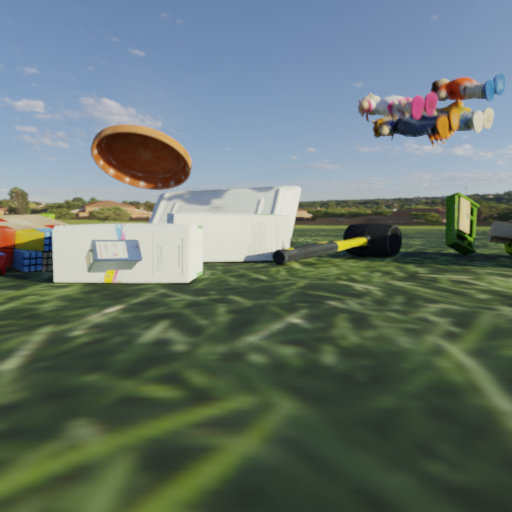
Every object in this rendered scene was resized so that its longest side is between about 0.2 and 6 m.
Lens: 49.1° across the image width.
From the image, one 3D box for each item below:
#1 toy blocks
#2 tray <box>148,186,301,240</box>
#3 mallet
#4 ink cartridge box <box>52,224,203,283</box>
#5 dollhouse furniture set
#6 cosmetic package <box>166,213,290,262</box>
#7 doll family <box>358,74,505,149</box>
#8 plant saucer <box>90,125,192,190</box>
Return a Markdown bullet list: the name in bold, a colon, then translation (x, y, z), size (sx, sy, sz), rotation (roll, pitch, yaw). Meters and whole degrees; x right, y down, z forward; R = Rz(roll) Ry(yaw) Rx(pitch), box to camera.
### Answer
- **toy blocks**: translation (-2.986, -0.163, 7.014), size (1.273, 0.930, 1.862), rotation (16, 13, 32)
- **tray**: translation (-0.799, -0.848, 11.459), size (3.251, 1.745, 0.360), rotation (-1, -40, 18)
- **mallet**: translation (1.161, -0.156, 8.883), size (2.841, 0.585, 0.936), rotation (-8, 8, -41)
- **ink cartridge box**: translation (-1.293, -0.045, 5.866), size (1.371, 0.600, 0.996), rotation (1, 3, 1)
- **dollhouse furniture set**: translation (4.347, -0.740, 9.070), size (1.272, 0.983, 2.546), rotation (22, -23, -29)
- **cosmetic package**: translation (-0.450, -0.280, 8.495), size (1.743, 0.739, 0.938), rotation (1, 5, -17)
- **doll family**: translation (2.691, -2.183, 8.996), size (2.434, 1.097, 1.511), rotation (-18, 21, -25)
- **plant saucer**: translation (-2.211, -1.928, 10.908), size (1.942, 0.313, 1.942), rotation (6, -25, 3)
